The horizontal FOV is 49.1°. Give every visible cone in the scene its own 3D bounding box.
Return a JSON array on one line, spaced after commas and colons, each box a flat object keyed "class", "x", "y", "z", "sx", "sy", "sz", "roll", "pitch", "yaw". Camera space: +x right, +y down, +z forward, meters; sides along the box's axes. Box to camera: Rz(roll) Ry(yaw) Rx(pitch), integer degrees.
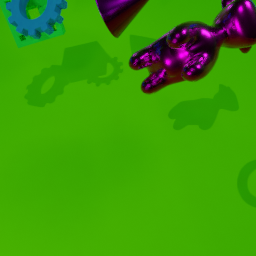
[{"class": "cone", "x": 0.116, "y": -3.053, "z": 6.574, "sx": 1.407, "sy": 1.402, "sz": 1.402, "roll": -17, "pitch": 57, "yaw": 18}]

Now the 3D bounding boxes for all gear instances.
[{"class": "gear", "x": -1.746, "y": -2.328, "z": 5.329, "sx": 1.191, "sy": 0.220, "sz": 1.191, "roll": -1, "pitch": 88, "yaw": 17}]

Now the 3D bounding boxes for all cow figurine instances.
[{"class": "cow figurine", "x": 1.054, "y": -1.245, "z": 4.226, "sx": 1.698, "sy": 1.726, "sz": 0.947, "roll": -38, "pitch": 106, "yaw": -41}]

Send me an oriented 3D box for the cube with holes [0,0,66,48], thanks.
[{"class": "cube with holes", "x": -2.086, "y": -2.508, "z": 6.282, "sx": 1.030, "sy": 1.030, "sz": 1.030, "roll": -18, "pitch": 24, "yaw": -3}]
